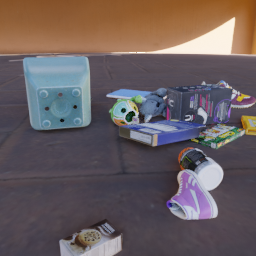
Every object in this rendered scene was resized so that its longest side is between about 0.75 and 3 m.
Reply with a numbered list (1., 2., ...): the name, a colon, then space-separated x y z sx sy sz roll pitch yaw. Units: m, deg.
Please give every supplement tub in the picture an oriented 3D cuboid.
1. supplement tub: 1.673 0.923 6.661 0.691 0.691 1.128 -5 21 -13

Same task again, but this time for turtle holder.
1. turtle holder: 0.019 -0.591 10.394 1.267 0.963 0.900 -26 25 -15

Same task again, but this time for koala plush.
1. koala plush: 0.892 -0.834 11.189 1.268 1.223 1.379 -9 13 31

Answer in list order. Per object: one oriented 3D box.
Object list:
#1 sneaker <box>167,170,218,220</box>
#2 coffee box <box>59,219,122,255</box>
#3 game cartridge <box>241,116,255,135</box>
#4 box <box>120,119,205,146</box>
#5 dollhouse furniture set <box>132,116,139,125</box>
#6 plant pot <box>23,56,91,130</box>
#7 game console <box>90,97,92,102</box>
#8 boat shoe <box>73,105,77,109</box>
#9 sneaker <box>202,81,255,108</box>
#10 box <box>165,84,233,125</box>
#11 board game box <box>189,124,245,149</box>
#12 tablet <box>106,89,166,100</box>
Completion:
1. sneaker: 1.129 1.330 5.782 0.830 0.528 1.456 -7 20 -9
2. coffee box: -0.574 1.865 4.462 0.871 0.348 0.492 -15 24 -36
3. game cartridge: 5.011 -0.089 10.230 1.505 0.277 1.707 5 21 15
4. box: 1.151 0.092 8.800 2.463 0.399 1.492 -9 15 -38
5. dollhouse furniture set: 0.606 -0.034 9.349 1.043 0.740 0.827 11 22 29
6. plant pot: -2.468 -1.119 10.194 2.453 2.459 2.505 -5 25 -15
7. game console: -2.517 -1.645 13.770 1.306 0.905 1.530 0 20 2
8. boat shoe: -2.133 -0.804 11.593 0.461 0.422 1.234 -6 20 -11
9. sneaker: 4.745 -1.644 13.328 2.606 1.174 0.976 4 19 10
10. box: 2.705 -0.896 10.851 2.246 1.373 1.191 -6 19 -20
11. board game box: 3.025 0.239 9.394 1.897 0.223 0.994 -18 28 -41
12. tablet: 0.536 -1.745 15.125 2.946 0.201 1.917 9 21 23
